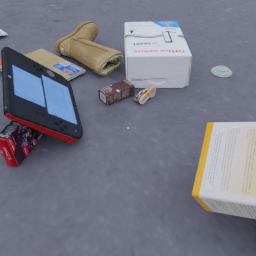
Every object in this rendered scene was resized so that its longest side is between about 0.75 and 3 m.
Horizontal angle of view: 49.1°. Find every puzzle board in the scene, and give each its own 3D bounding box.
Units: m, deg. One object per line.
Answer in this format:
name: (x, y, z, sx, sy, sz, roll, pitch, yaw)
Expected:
puzzle board: (-3.203, -2.123, 10.277, 2.709, 0.236, 2.041, 30, 48, 30)

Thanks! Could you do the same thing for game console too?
game console: (-2.220, -0.856, 7.326, 0.388, 2.210, 2.499, -37, 51, 20)

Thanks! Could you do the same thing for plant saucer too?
plant saucer: (3.450, -2.114, 10.285, 0.752, 0.189, 0.752, 0, 41, 0)

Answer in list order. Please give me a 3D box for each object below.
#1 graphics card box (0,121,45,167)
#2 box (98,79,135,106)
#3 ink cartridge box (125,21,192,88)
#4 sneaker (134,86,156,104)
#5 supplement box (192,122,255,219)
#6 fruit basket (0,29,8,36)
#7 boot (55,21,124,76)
graphics card box: (-2.645, 0.149, 7.094, 0.371, 0.916, 1.460, 7, 40, 15)
box: (-0.356, -1.152, 9.017, 1.070, 0.401, 0.536, -24, 46, -28)
ink cartridge box: (0.961, -2.754, 10.212, 2.147, 1.240, 2.941, -2, 41, -2)
sneaker: (0.568, -1.116, 9.003, 0.368, 0.373, 0.954, 22, 44, 34)
supplement box: (2.643, 0.787, 4.980, 2.583, 0.950, 1.628, 1, 59, 36)
fruit basket: (-6.115, -4.337, 12.663, 0.993, 0.466, 0.920, -27, 48, -32)
boot: (-1.226, -3.157, 11.034, 2.676, 0.885, 2.343, 28, 61, 30)
